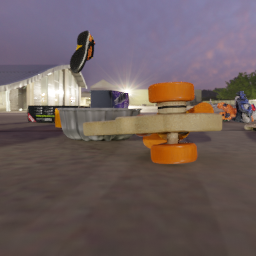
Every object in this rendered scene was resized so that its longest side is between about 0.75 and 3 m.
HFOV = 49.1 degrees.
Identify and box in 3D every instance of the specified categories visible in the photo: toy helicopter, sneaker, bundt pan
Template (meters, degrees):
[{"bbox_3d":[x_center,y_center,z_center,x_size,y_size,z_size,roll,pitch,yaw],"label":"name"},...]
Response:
[{"bbox_3d":[0.236,-0.047,3.719,2.055,0.810,1.359,-3,1,41],"label":"toy helicopter"},{"bbox_3d":[-1.062,-1.826,7.042,0.426,1.217,0.548,-3,-25,30],"label":"sneaker"},{"bbox_3d":[-0.517,-0.090,5.358,1.610,0.604,1.610,-1,4,0],"label":"bundt pan"}]

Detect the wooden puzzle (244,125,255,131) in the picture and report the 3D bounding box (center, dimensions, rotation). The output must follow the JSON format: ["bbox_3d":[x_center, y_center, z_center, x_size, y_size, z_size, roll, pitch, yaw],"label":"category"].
[{"bbox_3d":[3.755,0.003,7.132,1.081,0.218,1.169,-1,-1,-9],"label":"wooden puzzle"}]

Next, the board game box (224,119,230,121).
[{"bbox_3d":[4.349,-0.424,13.734,0.644,0.144,1.230,1,4,-16],"label":"board game box"}]

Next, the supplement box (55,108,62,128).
[{"bbox_3d":[-1.334,-0.327,8.737,1.027,0.599,1.630,3,4,28],"label":"supplement box"}]

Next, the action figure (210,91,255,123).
[{"bbox_3d":[4.419,-0.733,11.629,2.057,1.112,2.127,6,31,18],"label":"action figure"}]

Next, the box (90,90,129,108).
[{"bbox_3d":[-0.668,-0.789,10.770,0.896,1.271,1.717,2,5,21],"label":"box"}]

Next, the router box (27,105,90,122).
[{"bbox_3d":[-2.846,-0.613,12.058,2.315,0.719,1.734,2,4,12],"label":"router box"}]
